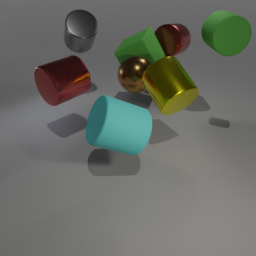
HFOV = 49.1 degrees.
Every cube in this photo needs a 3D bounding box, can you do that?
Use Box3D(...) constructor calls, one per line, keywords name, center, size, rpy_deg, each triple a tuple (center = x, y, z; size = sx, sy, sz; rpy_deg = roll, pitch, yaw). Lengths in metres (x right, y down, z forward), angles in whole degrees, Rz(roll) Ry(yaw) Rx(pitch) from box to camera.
Box3D(name="cube", center=(0.518, -3.080, 11.694), size=(1.400, 1.400, 1.400), rpy_deg=(-16, 31, 31))

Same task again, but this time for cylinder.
Box3D(name="cylinder", center=(-0.275, -0.056, 7.831), size=(1.400, 1.400, 1.400), rpy_deg=(17, 22, -27))
Box3D(name="cylinder", center=(-2.245, -1.639, 9.650), size=(1.400, 1.400, 1.400), rpy_deg=(-30, 41, -35))
Box3D(name="cylinder", center=(1.987, -3.980, 12.681), size=(1.400, 1.400, 1.400), rpy_deg=(14, 25, 23))
Box3D(name="cylinder", center=(1.373, -1.366, 9.204), size=(1.400, 1.400, 1.400), rpy_deg=(-17, 65, -27))
Box3D(name="cylinder", center=(3.621, -3.544, 10.435), size=(1.400, 1.400, 1.400), rpy_deg=(-2, 30, -3))
Box3D(name="cylinder", center=(-2.148, -4.319, 12.619), size=(1.400, 1.400, 1.400), rpy_deg=(-11, -9, -18))

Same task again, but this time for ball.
Box3D(name="ball", center=(0.303, -1.995, 10.492), size=(1.400, 1.400, 1.400), rpy_deg=(0, 30, 0))
